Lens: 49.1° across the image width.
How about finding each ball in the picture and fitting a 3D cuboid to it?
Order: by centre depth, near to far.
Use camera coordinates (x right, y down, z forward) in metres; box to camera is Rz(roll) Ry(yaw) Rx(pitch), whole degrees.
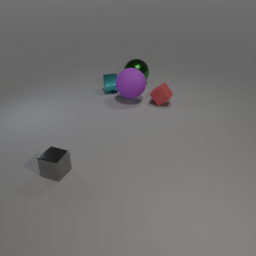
[{"bbox_3d":[0.134,-2.068,12.973,1.400,1.400,1.400,0,29,0],"label":"ball"},{"bbox_3d":[0.451,-3.028,15.176,1.400,1.400,1.400,0,29,0],"label":"ball"}]

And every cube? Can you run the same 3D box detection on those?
[{"bbox_3d":[-2.228,1.084,8.548,0.700,0.700,0.700,12,31,20],"label":"cube"},{"bbox_3d":[1.553,-1.572,12.977,0.700,0.700,0.700,-29,13,35],"label":"cube"},{"bbox_3d":[-0.877,-2.264,14.237,0.700,0.700,0.700,-7,68,-8],"label":"cube"}]
